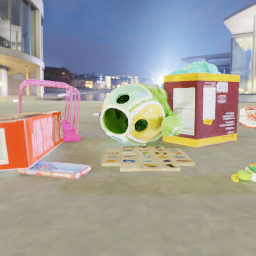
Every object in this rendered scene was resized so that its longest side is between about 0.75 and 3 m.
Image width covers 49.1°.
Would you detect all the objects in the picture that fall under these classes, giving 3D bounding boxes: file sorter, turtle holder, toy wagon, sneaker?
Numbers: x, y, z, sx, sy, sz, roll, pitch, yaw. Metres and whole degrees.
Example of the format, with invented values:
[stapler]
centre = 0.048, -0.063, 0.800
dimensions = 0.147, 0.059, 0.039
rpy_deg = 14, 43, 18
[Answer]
[file sorter]
centre = -2.601, -0.677, 8.988
dimensions = 1.779, 1.605, 2.560
rpy_deg = 3, 11, -22
[turtle holder]
centre = 0.280, -0.195, 7.427
dimensions = 2.229, 1.694, 1.583
rpy_deg = 42, 31, 18
[toy wagon]
centre = 2.305, 0.763, 4.564
dimensions = 1.168, 0.231, 0.906
rpy_deg = 1, 7, 6
[sneaker]
centre = 5.209, -0.461, 11.760
dimensions = 0.530, 0.850, 1.586
rpy_deg = -1, 7, -10

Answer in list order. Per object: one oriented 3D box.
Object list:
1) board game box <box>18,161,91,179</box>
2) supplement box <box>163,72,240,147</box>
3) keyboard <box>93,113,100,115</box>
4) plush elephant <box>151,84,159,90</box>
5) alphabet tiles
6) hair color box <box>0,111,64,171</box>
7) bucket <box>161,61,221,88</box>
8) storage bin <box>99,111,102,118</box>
[board game box]
centre = -1.330, 0.753, 5.110
dimensions = 1.166, 0.113, 0.600
rpy_deg = 3, 6, 19
[supplement box]
centre = 2.149, -0.575, 8.237
dimensions = 1.923, 1.949, 1.294
rpy_deg = -5, 9, -37
[keyboard]
centre = -1.201, -0.880, 18.073
dimensions = 2.061, 0.110, 0.580
rpy_deg = 1, 7, 8
[plush elephant]
centre = 0.719, -1.250, 14.654
dimensions = 1.730, 1.840, 2.235
rpy_deg = 18, -15, 24
[alphabet tiles]
centre = 0.392, 0.633, 6.251
dimensions = 1.858, 0.071, 2.233
rpy_deg = 0, 7, -1
[hair color box]
centre = -2.450, 0.165, 6.139
dimensions = 1.504, 0.907, 2.962
rpy_deg = -4, 6, -2
[bucket]
centre = 3.203, -1.744, 13.993
dimensions = 3.027, 3.027, 1.969
rpy_deg = 6, 21, 40
[storage bin]
centre = -0.450, -0.642, 10.454
dimensions = 0.898, 0.623, 1.328
rpy_deg = -28, 17, 21
